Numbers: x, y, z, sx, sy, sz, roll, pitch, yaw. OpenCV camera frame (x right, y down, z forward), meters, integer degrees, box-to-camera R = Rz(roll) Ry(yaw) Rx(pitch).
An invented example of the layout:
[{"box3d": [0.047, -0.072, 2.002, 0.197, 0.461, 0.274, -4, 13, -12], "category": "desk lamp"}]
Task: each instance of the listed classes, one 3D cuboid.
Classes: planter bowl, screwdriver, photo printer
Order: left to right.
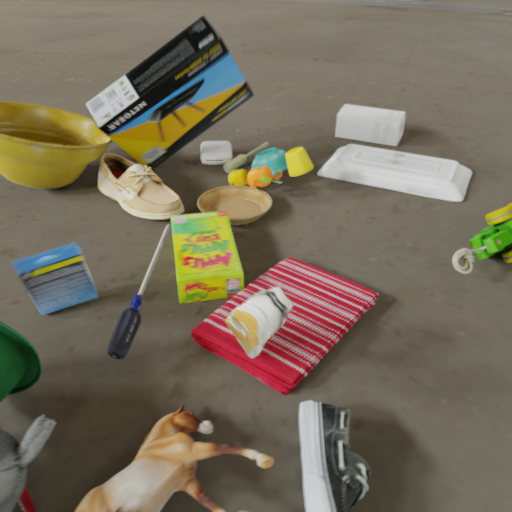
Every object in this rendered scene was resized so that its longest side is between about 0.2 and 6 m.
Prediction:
[{"box3d": [-4.881, -2.368, 12.601, 3.192, 1.330, 3.192, 12, 23, -6], "category": "planter bowl"}, {"box3d": [-1.697, 0.418, 8.234, 0.343, 0.329, 2.360, 20, 56, -15], "category": "screwdriver"}, {"box3d": [-1.010, -2.580, 14.107, 0.799, 0.333, 0.960, -2, 33, -3], "category": "photo printer"}]

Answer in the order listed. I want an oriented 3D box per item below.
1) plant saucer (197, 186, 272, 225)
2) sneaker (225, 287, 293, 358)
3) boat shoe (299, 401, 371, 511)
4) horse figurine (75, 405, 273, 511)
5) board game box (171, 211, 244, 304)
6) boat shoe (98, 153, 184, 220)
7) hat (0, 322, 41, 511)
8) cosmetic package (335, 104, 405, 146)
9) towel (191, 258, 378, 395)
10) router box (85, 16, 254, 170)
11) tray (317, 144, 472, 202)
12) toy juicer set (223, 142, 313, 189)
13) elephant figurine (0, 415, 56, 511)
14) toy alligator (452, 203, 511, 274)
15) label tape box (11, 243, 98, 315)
[{"box3d": [-0.450, -1.028, 11.791, 1.567, 0.277, 1.567, 0, 33, 0], "category": "plant saucer"}, {"box3d": [0.082, 0.853, 7.340, 0.764, 1.742, 0.659, -36, 86, -15], "category": "sneaker"}, {"box3d": [0.891, 2.376, 6.188, 0.750, 0.762, 2.115, -3, 31, 2], "category": "boat shoe"}, {"box3d": [-1.096, 2.641, 5.793, 1.828, 0.688, 2.758, 11, 39, 37], "category": "horse figurine"}, {"box3d": [-0.923, -0.043, 10.093, 1.090, 0.511, 2.146, -6, 34, -8], "category": "board game box"}, {"box3d": [-2.575, -1.538, 11.999, 2.590, 0.896, 0.955, 26, 40, 33], "category": "boat shoe"}, {"box3d": [-3.540, 1.818, 6.382, 2.092, 1.733, 1.842, -8, 42, 12], "category": "hat"}, {"box3d": [3.109, -3.594, 15.289, 1.705, 0.723, 0.917, 13, 37, 20], "category": "cosmetic package"}, {"box3d": [0.496, 0.954, 8.788, 1.902, 0.296, 2.630, 23, 40, 30], "category": "towel"}, {"box3d": [-1.815, -3.478, 12.488, 3.137, 2.340, 0.801, -35, 68, 7], "category": "router box"}, {"box3d": [3.327, -2.111, 13.375, 3.373, 0.374, 1.811, 14, 35, 20], "category": "tray"}, {"box3d": [0.096, -1.963, 12.987, 1.682, 0.719, 2.644, -28, 23, -11], "category": "toy juicer set"}, {"box3d": [-3.626, 2.214, 5.886, 1.901, 1.733, 2.450, 8, 4, -44], "category": "elephant figurine"}, {"box3d": [4.403, -0.307, 10.281, 3.186, 0.945, 0.864, -22, -2, -28], "category": "toy alligator"}, {"box3d": [-3.114, 0.254, 8.698, 0.941, 1.305, 0.413, -19, 49, -13], "category": "label tape box"}]
